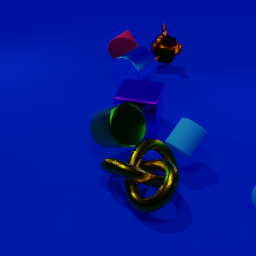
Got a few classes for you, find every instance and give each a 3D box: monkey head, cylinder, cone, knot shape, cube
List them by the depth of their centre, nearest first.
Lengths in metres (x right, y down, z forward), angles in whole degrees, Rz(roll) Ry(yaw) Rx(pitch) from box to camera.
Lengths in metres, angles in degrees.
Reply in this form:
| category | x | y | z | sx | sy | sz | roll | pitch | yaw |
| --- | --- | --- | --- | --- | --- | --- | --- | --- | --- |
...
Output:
| category | x | y | z | sx | sy | sz | roll | pitch | yaw |
| --- | --- | --- | --- | --- | --- | --- | --- | --- | --- |
| knot shape | 0.232 | 0.936 | 6.173 | 1.758 | 0.868 | 1.879 | 7 | 29 | 9 |
| cylinder | 1.344 | 0.245 | 6.461 | 0.707 | 0.707 | 0.707 | 33 | 84 | 36 |
| cylinder | -0.257 | -0.031 | 6.623 | 1.001 | 1.001 | 1.001 | -29 | 11 | -33 |
| cube | 0.331 | -0.566 | 7.974 | 1.194 | 1.194 | 1.194 | 8 | 38 | 12 |
| cylinder | 0.216 | -2.141 | 10.042 | 1.246 | 1.246 | 1.246 | 22 | 42 | 27 |
| monkey head | 1.467 | -3.141 | 11.019 | 1.095 | 1.817 | 1.307 | 15 | 7 | -12 |
| cone | -0.101 | -3.642 | 11.599 | 1.299 | 1.299 | 1.304 | 5 | 57 | 6 |

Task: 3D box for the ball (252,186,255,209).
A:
| category | x | y | z | sx | sy | sz | roll | pitch | yaw |
| --- | --- | --- | --- | --- | --- | --- | --- | --- | --- |
| ball | 2.591 | 1.264 | 4.998 | 0.705 | 0.705 | 0.705 | 0 | 37 | 0 |
